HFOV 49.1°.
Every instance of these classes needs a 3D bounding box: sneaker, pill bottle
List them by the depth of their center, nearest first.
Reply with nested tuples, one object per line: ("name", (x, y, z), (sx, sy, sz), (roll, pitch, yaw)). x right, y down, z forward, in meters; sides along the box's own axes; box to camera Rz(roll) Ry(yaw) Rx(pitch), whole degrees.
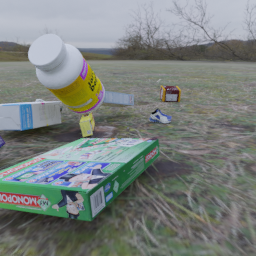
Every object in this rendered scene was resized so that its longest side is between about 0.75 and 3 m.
("pill bottle", (-1.660, -1.436, 7.864), (1.319, 1.319, 2.530), (6, -19, 19))
("sneaker", (1.093, -0.420, 9.404), (0.749, 0.432, 0.302), (3, 33, 5))
("sneaker", (-3.060, -0.670, 10.624), (1.026, 0.385, 0.592), (18, 52, -16))

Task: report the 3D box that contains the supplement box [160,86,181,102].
("supplement box", (1.976, -1.619, 13.156), (0.823, 0.546, 0.812), (1, 24, -5))

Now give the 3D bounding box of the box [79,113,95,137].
("box", (-1.231, -0.139, 8.521), (0.309, 0.464, 1.233), (-13, 16, -1))

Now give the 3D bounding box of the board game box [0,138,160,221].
("board game box", (-0.776, 0.683, 5.021), (1.942, 0.420, 2.886), (-1, 10, 24))

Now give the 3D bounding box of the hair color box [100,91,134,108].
("hair color box", (-0.525, -1.010, 10.000), (1.394, 0.422, 0.690), (2, -4, -42))

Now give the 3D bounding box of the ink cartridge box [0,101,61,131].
("ink cartridge box", (-2.933, -0.415, 8.552), (1.254, 0.739, 2.178), (1, 8, 24))

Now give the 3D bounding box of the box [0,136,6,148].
("box", (-3.311, 0.337, 5.836), (0.627, 0.890, 1.203), (-29, 16, 13))
